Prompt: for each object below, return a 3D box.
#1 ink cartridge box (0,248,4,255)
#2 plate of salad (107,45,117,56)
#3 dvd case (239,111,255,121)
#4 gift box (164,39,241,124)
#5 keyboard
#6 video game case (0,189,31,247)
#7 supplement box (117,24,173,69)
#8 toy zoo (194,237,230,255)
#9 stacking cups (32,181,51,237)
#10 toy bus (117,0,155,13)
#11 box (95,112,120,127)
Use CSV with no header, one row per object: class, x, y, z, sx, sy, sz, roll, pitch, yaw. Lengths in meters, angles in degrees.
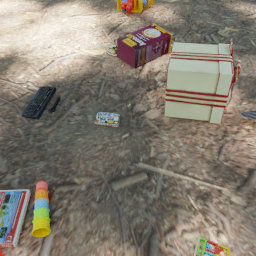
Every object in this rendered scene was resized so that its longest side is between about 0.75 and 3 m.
ink cartridge box,-3.489,3.797,6.469,1.671,0.517,2.061,-29,52,-27
plate of salad,-0.556,-4.181,14.860,1.173,0.282,1.173,0,43,0
dvd case,5.235,-0.436,10.519,1.680,0.134,1.249,-9,22,-30
gift box,2.899,-2.007,11.004,2.592,2.561,2.776,8,49,11
keyboard,-3.492,-1.099,11.742,1.303,0.211,2.051,7,45,7
video game case,-4.174,2.537,7.941,2.414,0.211,1.726,-1,42,-1
supplement box,0.841,-4.198,14.224,2.560,1.096,1.412,-31,56,-28
toy zoo,2.238,3.303,7.265,0.988,0.101,0.648,16,46,16
stacking cups,-2.482,2.244,8.065,0.498,0.498,1.647,-8,45,-8
toy bus,0.437,-8.395,18.366,2.538,1.722,2.437,9,58,5
box,-0.794,-0.335,10.960,0.924,0.184,0.633,4,44,5
